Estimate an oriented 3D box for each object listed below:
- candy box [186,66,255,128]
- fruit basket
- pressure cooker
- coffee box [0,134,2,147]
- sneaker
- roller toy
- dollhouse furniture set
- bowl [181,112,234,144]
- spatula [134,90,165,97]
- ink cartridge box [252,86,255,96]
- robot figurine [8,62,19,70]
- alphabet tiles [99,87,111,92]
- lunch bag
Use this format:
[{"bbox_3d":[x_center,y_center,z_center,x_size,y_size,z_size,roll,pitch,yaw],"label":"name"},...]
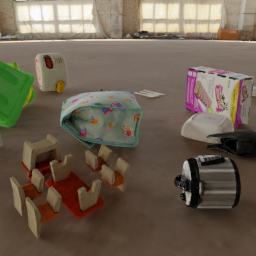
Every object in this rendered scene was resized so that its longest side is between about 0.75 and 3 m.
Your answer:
[{"bbox_3d":[3.048,-1.152,9.694,0.723,1.615,2.369,-14,25,-28],"label":"candy box"},{"bbox_3d":[-4.642,-1.168,9.924,3.217,2.320,3.217,15,-19,5],"label":"fruit basket"},{"bbox_3d":[1.398,1.008,5.134,1.079,0.949,0.963,-1,46,2],"label":"pressure cooker"},{"bbox_3d":[-4.337,0.208,6.702,0.901,1.292,2.260,13,26,28],"label":"coffee box"},{"bbox_3d":[3.079,0.471,7.011,1.079,0.621,2.068,-14,20,-32],"label":"sneaker"},{"bbox_3d":[-3.579,-2.667,13.343,1.341,1.750,1.919,-10,24,-24],"label":"roller toy"},{"bbox_3d":[-1.275,1.027,5.471,1.963,1.011,1.942,-19,40,-40],"label":"dollhouse furniture set"},{"bbox_3d":[2.420,-0.066,8.455,1.396,0.522,1.398,13,26,31],"label":"bowl"},{"bbox_3d":[0.951,-1.599,12.908,0.889,0.103,1.278,-20,29,-39],"label":"spatula"},{"bbox_3d":[5.363,-1.716,12.807,0.901,0.380,0.658,3,22,7],"label":"ink cartridge box"},{"bbox_3d":[-6.103,-2.584,14.022,1.683,1.110,1.918,-19,19,13],"label":"robot figurine"},{"bbox_3d":[-0.677,-0.932,9.698,0.038,0.996,0.832,-10,55,42],"label":"alphabet tiles"},{"bbox_3d":[-0.827,-0.344,8.058,2.199,1.341,1.873,2,22,-10],"label":"lunch bag"}]
